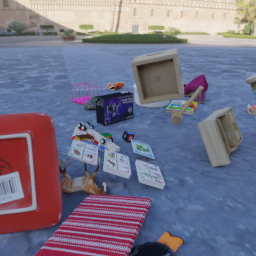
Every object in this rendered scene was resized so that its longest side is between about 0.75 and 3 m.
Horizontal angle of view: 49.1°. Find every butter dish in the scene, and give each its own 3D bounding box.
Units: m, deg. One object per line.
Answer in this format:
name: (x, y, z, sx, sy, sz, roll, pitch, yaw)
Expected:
butter dish: (-2.293, 0.836, 5.388, 2.062, 2.056, 1.524, -6, -4, -6)

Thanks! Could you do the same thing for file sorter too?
file sorter: (-1.894, -1.581, 12.905, 1.307, 0.820, 0.909, 19, 28, 41)

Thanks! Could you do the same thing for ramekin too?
ramekin: (1.105, -1.513, 12.681, 1.736, 0.846, 1.736, 0, 20, 0)

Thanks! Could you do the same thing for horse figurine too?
horse figurine: (-1.099, 1.077, 6.029, 1.337, 0.886, 0.334, -3, -15, 0)

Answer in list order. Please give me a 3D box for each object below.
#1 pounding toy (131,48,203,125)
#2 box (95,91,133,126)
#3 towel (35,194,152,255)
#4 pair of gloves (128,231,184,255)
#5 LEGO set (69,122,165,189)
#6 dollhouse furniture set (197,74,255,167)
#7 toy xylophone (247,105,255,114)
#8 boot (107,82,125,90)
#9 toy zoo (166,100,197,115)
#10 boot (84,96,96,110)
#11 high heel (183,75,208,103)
pounding toy: (1.432, -1.366, 9.420, 2.074, 2.361, 1.080, -8, 23, 15)
box: (-0.478, -0.754, 10.410, 1.416, 1.000, 0.558, -18, 28, -39)
towel: (-0.474, 1.703, 4.732, 1.406, 0.219, 1.944, 0, 16, 19)
pair of gloves: (-0.006, 1.895, 4.378, 1.455, 0.180, 1.296, 11, 25, 38)
LEGO set: (-0.401, 0.634, 7.306, 2.217, 0.728, 2.968, 19, 17, -11)
dollhouse furniture set: (3.400, -0.121, 7.001, 2.671, 2.341, 1.774, -18, 5, 36)
toy xylophone: (5.425, -0.723, 11.347, 1.162, 0.292, 0.851, 9, 21, 21)
boot: (-0.624, -2.295, 15.565, 1.008, 0.378, 0.541, -11, 27, -10)
toy zoo: (2.356, -0.935, 12.085, 1.106, 0.172, 1.686, 7, 22, 20)
boot: (-1.058, -0.998, 11.850, 1.301, 0.472, 1.182, 2, 32, 24)
high heel: (3.182, -2.164, 13.760, 0.920, 1.311, 2.728, -5, 21, -14)
